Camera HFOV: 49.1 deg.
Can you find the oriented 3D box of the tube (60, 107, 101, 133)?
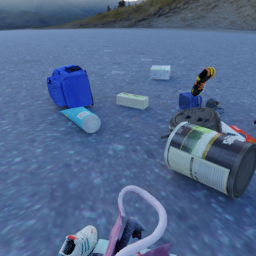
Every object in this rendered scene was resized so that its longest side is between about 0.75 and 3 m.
[{"bbox_3d":[-1.830,-0.476,10.815,1.021,0.664,2.636,-6,18,-25],"label":"tube"}]

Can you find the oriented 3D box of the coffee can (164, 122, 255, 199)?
[{"bbox_3d":[2.086,0.752,7.132,1.893,1.386,1.386,21,32,39],"label":"coffee can"}]

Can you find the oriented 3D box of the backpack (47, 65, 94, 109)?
[{"bbox_3d":[-2.707,-1.954,12.611,1.807,1.750,2.153,-12,28,-19],"label":"backpack"}]

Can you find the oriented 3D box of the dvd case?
[{"bbox_3d":[0.063,2.517,4.770,1.606,0.177,1.172,8,26,14],"label":"dvd case"}]

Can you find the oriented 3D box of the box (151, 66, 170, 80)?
[{"bbox_3d":[1.988,-3.375,17.055,1.128,0.618,1.279,3,24,10],"label":"box"}]

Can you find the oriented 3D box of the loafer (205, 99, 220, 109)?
[{"bbox_3d":[3.639,-0.991,12.111,0.432,0.435,1.196,17,31,24],"label":"loafer"}]

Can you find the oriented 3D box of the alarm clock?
[{"bbox_3d":[2.397,-0.188,9.370,2.495,0.831,1.683,-30,30,-31],"label":"alarm clock"}]

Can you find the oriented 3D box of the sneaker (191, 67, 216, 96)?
[{"bbox_3d":[2.627,-1.703,10.249,0.581,1.291,0.451,-3,49,-40],"label":"sneaker"}]

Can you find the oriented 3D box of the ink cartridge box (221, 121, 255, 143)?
[{"bbox_3d":[3.514,0.168,9.652,1.453,0.365,1.674,-7,26,-11],"label":"ink cartridge box"}]

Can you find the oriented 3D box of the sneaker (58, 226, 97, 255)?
[{"bbox_3d":[-0.911,2.127,5.199,0.389,0.517,1.106,11,27,23],"label":"sneaker"}]

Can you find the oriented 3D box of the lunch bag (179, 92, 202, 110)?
[{"bbox_3d":[2.735,-1.127,12.036,0.688,0.707,1.040,-10,27,-21],"label":"lunch bag"}]

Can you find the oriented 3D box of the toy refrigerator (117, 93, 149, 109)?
[{"bbox_3d":[0.200,-1.245,12.570,1.370,0.479,0.520,13,28,28],"label":"toy refrigerator"}]

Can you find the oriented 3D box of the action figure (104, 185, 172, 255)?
[{"bbox_3d":[-0.361,2.223,3.438,1.755,1.951,2.620,27,28,37],"label":"action figure"}]

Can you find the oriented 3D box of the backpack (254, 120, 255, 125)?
[{"bbox_3d":[5.314,-0.408,9.979,1.269,1.127,0.955,-18,32,-27],"label":"backpack"}]
